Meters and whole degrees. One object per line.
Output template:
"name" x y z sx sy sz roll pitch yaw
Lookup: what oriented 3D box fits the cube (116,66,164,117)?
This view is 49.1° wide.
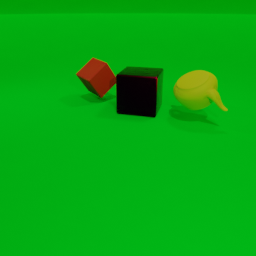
"cube" 0.379 -1.141 8.558 1.208 1.208 1.208 6 25 14

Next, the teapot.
"teapot" 1.945 -0.961 7.751 1.203 0.948 1.935 -37 34 -14

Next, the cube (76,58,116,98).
"cube" -1.023 -1.674 9.303 0.845 0.845 0.845 -47 45 -11
